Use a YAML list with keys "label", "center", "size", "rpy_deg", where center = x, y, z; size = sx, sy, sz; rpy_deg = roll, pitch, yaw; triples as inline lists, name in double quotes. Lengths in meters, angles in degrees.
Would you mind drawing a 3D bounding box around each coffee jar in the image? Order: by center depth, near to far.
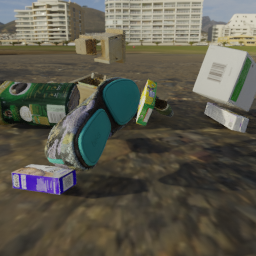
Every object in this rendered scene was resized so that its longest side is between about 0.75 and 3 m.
- label: "coffee jar"
  center: [-2.638, -0.660, 7.683]
  size: [2.473, 1.055, 1.289]
  rpy_deg: [3, 38, 4]

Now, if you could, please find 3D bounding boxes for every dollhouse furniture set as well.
- label: "dollhouse furniture set"
  center: [-1.189, -1.899, 8.747]
  size: [2.857, 2.527, 1.588]
  rpy_deg: [18, 33, 30]

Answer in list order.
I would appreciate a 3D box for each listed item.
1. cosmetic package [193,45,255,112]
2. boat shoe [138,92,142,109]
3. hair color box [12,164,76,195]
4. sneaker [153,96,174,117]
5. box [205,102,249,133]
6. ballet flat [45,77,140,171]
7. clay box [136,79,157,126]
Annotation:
- label: "cosmetic package"
  center: [2.964, -1.340, 8.080]
  size: [1.064, 1.350, 2.509]
  rpy_deg: [25, 12, 34]
- label: "boat shoe"
  center: [0.002, -1.142, 10.042]
  size: [0.565, 0.602, 1.633]
  rpy_deg: [-38, 45, -23]
- label: "hair color box"
  center: [-1.345, 0.810, 4.515]
  size: [0.899, 0.291, 0.491]
  rpy_deg: [1, 9, 21]
- label: "sneaker"
  center: [0.917, -0.681, 8.532]
  size: [0.571, 0.427, 1.272]
  rpy_deg: [42, -1, -37]
- label: "box"
  center: [2.723, -0.338, 7.917]
  size: [0.371, 0.398, 1.918]
  rpy_deg: [12, 13, -10]
- label: "ballet flat"
  center: [-0.615, -0.204, 5.102]
  size: [1.014, 1.014, 2.820]
  rpy_deg: [6, 29, 18]
- label: "clay box"
  center: [0.520, -0.746, 7.575]
  size: [0.303, 0.733, 1.275]
  rpy_deg: [18, 41, -4]
